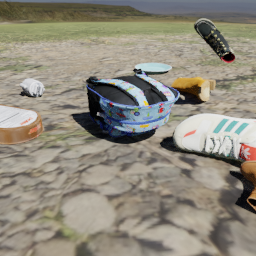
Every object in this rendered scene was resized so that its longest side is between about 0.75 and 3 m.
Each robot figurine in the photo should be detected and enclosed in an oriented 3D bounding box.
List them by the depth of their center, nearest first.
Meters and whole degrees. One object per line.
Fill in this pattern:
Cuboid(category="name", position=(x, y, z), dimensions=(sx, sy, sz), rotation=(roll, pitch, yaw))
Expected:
Cuboid(category="robot figurine", position=(-3.810, -1.615, 11.176), dimensions=(1.120, 0.632, 0.949), rotation=(23, 8, 40))

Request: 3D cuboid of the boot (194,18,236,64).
Cuboid(category="boot", position=(2.681, -2.651, 8.548), dimensions=(1.446, 0.522, 1.093), rotation=(25, 36, -37))

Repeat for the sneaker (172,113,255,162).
Cuboid(category="sneaker", position=(2.471, 0.299, 6.712), dimensions=(2.712, 0.955, 1.268), rotation=(3, 20, -1))

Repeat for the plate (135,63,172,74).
Cuboid(category="plate", position=(1.340, -3.151, 14.919), dimensions=(1.950, 0.249, 1.950), rotation=(1, 26, 0))

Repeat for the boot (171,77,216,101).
Cuboid(category="boot", position=(2.458, -1.576, 11.122), dimensions=(1.602, 0.788, 2.238), rotation=(7, 21, 27))

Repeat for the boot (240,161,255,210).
Cuboid(category="boot", position=(2.590, 1.170, 5.444), dimensions=(1.065, 0.507, 1.377), rotation=(-22, 31, -32))

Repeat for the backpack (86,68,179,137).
Cuboid(category="backpack", position=(0.190, -0.597, 7.855), dimensions=(2.182, 1.608, 2.390), rotation=(-15, 28, -28))

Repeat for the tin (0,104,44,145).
Cuboid(category="tin", position=(-3.802, -0.175, 8.305), dimensions=(2.709, 0.567, 1.517), rotation=(10, 31, 20))
